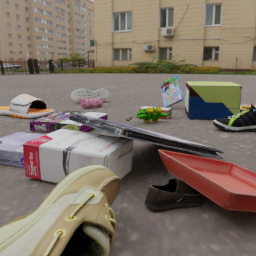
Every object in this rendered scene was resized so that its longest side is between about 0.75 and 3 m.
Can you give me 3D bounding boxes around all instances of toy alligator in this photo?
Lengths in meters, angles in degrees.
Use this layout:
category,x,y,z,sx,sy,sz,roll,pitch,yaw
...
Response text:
category,x,y,z,sx,sy,sz,roll,pitch,yaw
toy alligator,0.636,-0.525,10.191,1.790,0.531,0.486,-5,41,-27

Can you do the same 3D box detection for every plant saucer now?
category,x,y,z,sx,sy,sz,roll,pitch,yaw
plant saucer,1.608,0.864,4.439,1.811,0.332,1.808,11,8,-26

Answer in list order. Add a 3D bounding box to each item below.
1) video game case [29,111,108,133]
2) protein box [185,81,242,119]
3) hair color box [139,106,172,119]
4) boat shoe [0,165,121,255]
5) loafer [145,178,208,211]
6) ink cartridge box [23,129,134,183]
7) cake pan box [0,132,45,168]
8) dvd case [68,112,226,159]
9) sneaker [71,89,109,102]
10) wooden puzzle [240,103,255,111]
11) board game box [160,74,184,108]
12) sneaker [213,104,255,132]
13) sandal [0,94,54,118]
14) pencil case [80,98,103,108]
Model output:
category,x,y,z,sx,sy,sz,roll,pitch,yaw
video game case,-1.952,-0.219,9.614,1.871,0.370,2.064,5,14,19
protein box,3.401,-1.182,11.545,1.954,1.328,1.969,2,14,7
hair color box,1.118,-0.633,11.358,1.188,0.364,0.603,5,14,24
boat shoe,-0.592,1.178,2.971,0.859,0.958,2.588,17,21,18
loafer,0.822,1.009,4.444,1.156,0.412,0.422,-6,15,-24
ink cartridge box,-0.923,0.574,5.515,1.758,0.733,1.276,7,14,22
cake pan box,-2.484,0.477,6.718,1.540,0.403,1.419,4,16,18
dvd case,0.429,0.161,6.261,2.913,0.233,2.166,14,0,-36
sneaker,-2.106,-1.643,15.271,2.084,0.803,0.853,-3,-11,-23
wooden puzzle,5.675,-0.911,12.755,1.364,0.254,1.261,5,15,19
board game box,2.073,-1.734,13.286,0.995,1.316,0.241,-25,-26,37
sneaker,3.848,-0.362,9.144,2.103,0.871,0.754,1,14,2
sandal,-4.524,-0.965,11.631,3.057,0.876,1.171,5,15,21
pencil case,-1.741,-1.220,13.540,1.090,0.472,0.451,-8,28,-38
